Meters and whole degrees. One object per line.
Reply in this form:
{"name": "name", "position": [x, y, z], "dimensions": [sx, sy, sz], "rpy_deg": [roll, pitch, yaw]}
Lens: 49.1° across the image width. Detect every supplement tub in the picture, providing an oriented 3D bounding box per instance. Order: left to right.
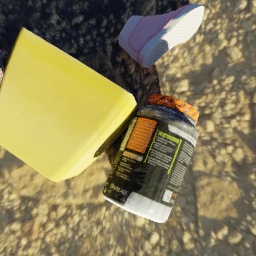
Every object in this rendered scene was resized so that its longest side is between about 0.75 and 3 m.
{"name": "supplement tub", "position": [0.671, 0.734, 7.311], "dimensions": [1.805, 1.805, 2.947], "rpy_deg": [23, 80, 5]}

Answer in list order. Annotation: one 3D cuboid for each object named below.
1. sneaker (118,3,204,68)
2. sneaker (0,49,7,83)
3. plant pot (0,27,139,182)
{"name": "sneaker", "position": [0.943, -3.109, 8.515], "dimensions": [2.905, 1.093, 1.519], "rpy_deg": [-41, 63, -20]}
{"name": "sneaker", "position": [-3.719, -1.693, 8.418], "dimensions": [0.485, 0.523, 1.298], "rpy_deg": [7, 103, 5]}
{"name": "plant pot", "position": [-1.644, -0.284, 7.192], "dimensions": [2.874, 2.874, 2.535], "rpy_deg": [33, 90, 7]}
